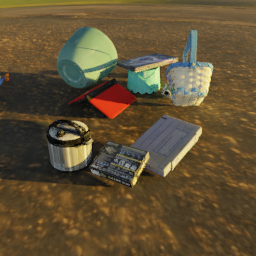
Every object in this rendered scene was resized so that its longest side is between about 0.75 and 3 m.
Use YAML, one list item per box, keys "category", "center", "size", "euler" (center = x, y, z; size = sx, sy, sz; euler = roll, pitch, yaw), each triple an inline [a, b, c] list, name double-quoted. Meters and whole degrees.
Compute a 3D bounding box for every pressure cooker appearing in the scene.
- category: "pressure cooker"
  center: [-1.875, 0.487, 9.109]
  size: [1.420, 1.615, 1.443]
  euler: [-9, 31, -14]

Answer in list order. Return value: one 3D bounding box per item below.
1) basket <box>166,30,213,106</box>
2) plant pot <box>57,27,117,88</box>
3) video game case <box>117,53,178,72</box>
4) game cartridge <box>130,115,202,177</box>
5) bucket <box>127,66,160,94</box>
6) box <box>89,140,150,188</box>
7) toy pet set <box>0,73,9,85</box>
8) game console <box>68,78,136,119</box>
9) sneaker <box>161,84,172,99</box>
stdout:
- category: "basket"
  center: [2.728, -2.556, 12.585]
  size: [1.990, 2.860, 2.522]
  euler: [6, -12, 6]
- category: "plant pot"
  center: [-2.339, -3.473, 14.793]
  size: [2.868, 2.868, 2.301]
  euler: [15, 49, 23]
- category: "video game case"
  center: [0.990, -3.424, 14.487]
  size: [2.613, 0.248, 1.867]
  euler: [-18, 29, -25]
- category: "game cartridge"
  center: [1.316, 0.544, 9.958]
  size: [1.705, 0.505, 2.630]
  euler: [26, 47, 29]
- category: "bucket"
  center: [0.827, -2.700, 14.856]
  size: [1.875, 1.220, 1.875]
  euler: [-1, 29, 1]
- category: "box"
  center: [-0.274, 1.101, 8.951]
  size: [1.555, 0.382, 1.253]
  euler: [14, 52, 25]
- category: "toy pet set"
  center: [-7.135, -2.383, 15.038]
  size: [1.748, 0.928, 1.632]
  euler: [-19, 1, -34]
- category: "game console"
  center: [-1.211, -1.269, 13.425]
  size: [2.106, 1.450, 2.444]
  euler: [-17, 16, 39]
- category: "sneaker"
  center: [2.492, -1.824, 14.010]
  size: [1.650, 0.620, 0.948]
  euler: [8, 32, 23]
